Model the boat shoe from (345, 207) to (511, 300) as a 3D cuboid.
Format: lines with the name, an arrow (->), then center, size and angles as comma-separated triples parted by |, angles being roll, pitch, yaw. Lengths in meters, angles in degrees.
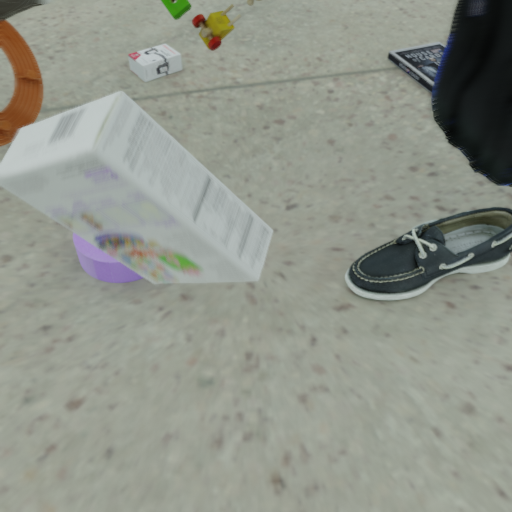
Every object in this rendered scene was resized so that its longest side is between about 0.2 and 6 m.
boat shoe -> 2.533, -0.120, 8.041 | 2.663, 0.803, 1.007 | -17, 47, -17

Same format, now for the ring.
ring -> -4.324, -2.749, 8.150 | 0.238, 2.478, 2.478 | -17, 24, 49

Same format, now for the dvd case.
dvd case -> 4.055, -4.234, 12.576 | 1.420, 0.234, 1.890 | -16, 48, -16

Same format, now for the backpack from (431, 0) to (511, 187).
backpack -> 3.569, -2.221, 6.523 | 2.332, 2.779, 2.258 | -15, 57, -17

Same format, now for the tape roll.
tape roll -> -1.997, -0.248, 8.425 | 1.395, 0.458, 1.395 | 1, 45, -1

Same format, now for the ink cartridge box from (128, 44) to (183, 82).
ink cartridge box -> -2.250, -4.341, 12.551 | 0.982, 0.410, 0.714 | -28, 51, -25

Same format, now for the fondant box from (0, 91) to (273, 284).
fondant box -> -0.996, -0.426, 4.859 | 1.415, 1.961, 0.571 | -4, 58, 39

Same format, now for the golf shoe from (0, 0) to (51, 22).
golf shoe -> -3.239, -2.645, 5.690 | 2.584, 1.005, 1.221 | 8, 9, 24

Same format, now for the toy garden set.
toy garden set -> -0.467, -3.916, 7.904 | 1.766, 0.352, 1.472 | -36, 84, 11
